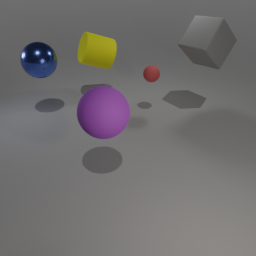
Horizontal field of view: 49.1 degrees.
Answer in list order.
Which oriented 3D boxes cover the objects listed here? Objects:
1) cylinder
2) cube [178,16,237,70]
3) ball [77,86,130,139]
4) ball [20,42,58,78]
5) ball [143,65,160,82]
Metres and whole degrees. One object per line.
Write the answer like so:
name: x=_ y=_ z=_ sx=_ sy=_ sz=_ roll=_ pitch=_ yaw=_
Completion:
cylinder: x=-1.429 y=-3.528 z=12.839 sx=1.400 sy=1.400 sz=1.400 roll=7 pitch=25 yaw=-27
cube: x=3.141 y=-3.383 z=11.085 sx=1.400 sy=1.400 sz=1.400 roll=31 pitch=0 yaw=-44
ball: x=-0.647 y=-0.406 z=7.415 sx=1.400 sy=1.400 sz=1.400 roll=0 pitch=30 yaw=0
ball: x=-3.494 y=-2.661 z=11.016 sx=1.400 sy=1.400 sz=1.400 roll=0 pitch=30 yaw=0
ball: x=0.981 y=-2.249 z=11.629 sx=0.700 sy=0.700 sz=0.700 roll=0 pitch=30 yaw=0
